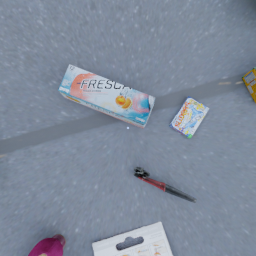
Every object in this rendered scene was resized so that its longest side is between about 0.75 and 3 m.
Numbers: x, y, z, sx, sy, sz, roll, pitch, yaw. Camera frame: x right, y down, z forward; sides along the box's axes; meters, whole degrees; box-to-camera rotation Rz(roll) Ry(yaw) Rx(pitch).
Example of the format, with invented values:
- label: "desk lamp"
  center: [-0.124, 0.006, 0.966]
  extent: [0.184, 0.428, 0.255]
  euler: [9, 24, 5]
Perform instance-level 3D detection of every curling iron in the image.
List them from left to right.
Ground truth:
- label: "curling iron"
  center: [0.864, 1.420, 6.847]
  extent: [1.695, 0.420, 0.217]
  euler: [27, 65, 12]

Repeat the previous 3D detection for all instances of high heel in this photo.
- label: "high heel"
  center: [-2.383, 3.669, 6.250]
  extent: [0.921, 1.313, 2.732]
  euler: [27, 83, 5]

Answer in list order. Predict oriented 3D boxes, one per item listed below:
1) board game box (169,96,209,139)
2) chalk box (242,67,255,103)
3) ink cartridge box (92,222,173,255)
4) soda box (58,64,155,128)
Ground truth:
- label: "board game box"
  center: [1.612, -0.282, 7.401]
  extent: [0.647, 0.165, 0.956]
  euler: [32, 83, 4]
- label: "chalk box"
  center: [3.826, -1.326, 7.119]
  extent: [1.364, 0.851, 0.845]
  euler: [-25, 82, -4]
- label: "ink cartridge box"
  center: [0.309, 3.698, 6.668]
  extent: [1.878, 0.585, 2.334]
  euler: [-16, 60, -6]
- label: "soda box"
  center: [-0.526, -0.780, 7.146]
  extent: [2.335, 0.799, 0.742]
  euler: [21, 82, 3]
